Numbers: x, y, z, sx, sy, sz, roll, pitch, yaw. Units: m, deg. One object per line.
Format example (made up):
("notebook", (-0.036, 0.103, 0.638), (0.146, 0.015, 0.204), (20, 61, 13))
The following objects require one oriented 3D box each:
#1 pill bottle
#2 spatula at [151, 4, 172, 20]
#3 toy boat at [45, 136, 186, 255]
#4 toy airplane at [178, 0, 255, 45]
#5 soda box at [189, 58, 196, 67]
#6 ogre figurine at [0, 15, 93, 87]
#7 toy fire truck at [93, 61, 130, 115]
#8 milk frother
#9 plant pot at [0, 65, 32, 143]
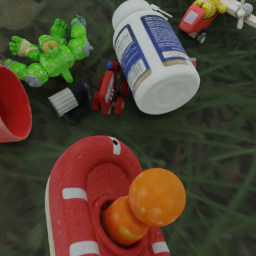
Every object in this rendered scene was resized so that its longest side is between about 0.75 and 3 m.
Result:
("pill bottle", (0.534, -1.884, 7.069), (1.569, 1.569, 2.827), (-16, 61, -7))
("spatula", (0.918, -3.531, 8.745), (0.832, 0.067, 0.578), (36, 64, 14))
("toy boat", (0.013, 0.899, 2.888), (1.369, 1.367, 2.095), (-45, 47, 27))
("toy airplane", (2.473, -3.670, 7.955), (2.264, 1.598, 2.254), (-3, 64, -1))
("soda box", (1.473, -1.790, 7.802), (0.805, 0.282, 0.255), (3, 65, 1))
("ogre figurine", (-2.010, -1.984, 7.432), (2.621, 1.286, 1.571), (-23, 48, -26))
("toy fire truck", (-0.417, -1.040, 6.976), (0.762, 1.141, 1.358), (13, 66, 6))
("milk frother", (-1.367, -0.707, 6.897), (0.967, 1.029, 0.928), (-33, 73, -14))
("plant pot", (-3.358, -0.397, 6.471), (1.596, 1.804, 1.804), (-14, 65, 5))
